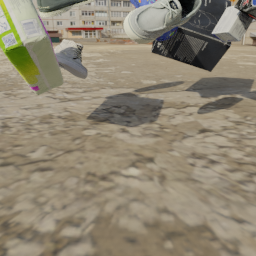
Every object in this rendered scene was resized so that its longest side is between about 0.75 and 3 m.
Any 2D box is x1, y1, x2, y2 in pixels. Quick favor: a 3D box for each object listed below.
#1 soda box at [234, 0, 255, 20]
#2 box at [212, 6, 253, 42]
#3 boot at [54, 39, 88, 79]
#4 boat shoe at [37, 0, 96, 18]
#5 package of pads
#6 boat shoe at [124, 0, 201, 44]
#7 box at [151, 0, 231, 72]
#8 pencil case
[{"bbox_3d":[3.209,-2.699,6.228,0.788,0.705,2.226,23,27,-14],"label":"soda box"},{"bbox_3d":[2.972,-2.935,7.907,0.491,0.862,0.937,27,9,-18],"label":"box"},{"bbox_3d":[-1.698,-2.238,8.678,1.954,0.934,0.719,33,-8,36],"label":"boot"},{"bbox_3d":[-1.645,-4.187,8.526,2.517,0.778,0.916,-35,46,-22],"label":"boat shoe"},{"bbox_3d":[-2.368,-2.172,6.260,0.944,2.138,2.768,-25,-5,-11],"label":"package of pads"},{"bbox_3d":[0.837,-2.558,6.175,2.244,0.783,0.799,-35,4,-36],"label":"boat shoe"},{"bbox_3d":[2.340,-3.730,10.283,2.423,1.527,2.464,16,59,-5],"label":"box"},{"bbox_3d":[0.658,-3.538,8.227,0.910,2.096,0.818,-19,-17,-34],"label":"pencil case"}]
